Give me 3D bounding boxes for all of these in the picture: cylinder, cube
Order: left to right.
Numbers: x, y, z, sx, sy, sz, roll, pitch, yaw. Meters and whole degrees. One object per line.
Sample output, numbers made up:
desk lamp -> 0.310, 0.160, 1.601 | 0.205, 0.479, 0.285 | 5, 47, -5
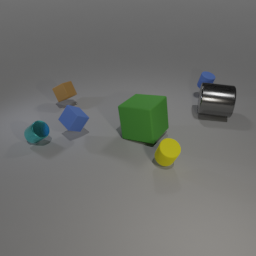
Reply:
cylinder -> -3.414, 0.154, 10.492 | 0.700, 0.700, 0.700 | -26, 8, 42
cube -> -2.970, -1.716, 13.166 | 0.700, 0.700, 0.700 | -20, 8, 30
cube -> -2.051, -0.356, 10.619 | 0.700, 0.700, 0.700 | 43, 17, 27
cube -> 0.630, -0.404, 10.847 | 1.400, 1.400, 1.400 | 9, 30, 31
cylinder -> 1.276, 0.791, 9.090 | 0.700, 0.700, 0.700 | 5, 59, -8
cylinder -> 3.898, -2.345, 13.980 | 0.700, 0.700, 0.700 | 8, 42, -7
cylinder -> 3.837, -1.221, 12.236 | 1.400, 1.400, 1.400 | 8, 30, 9
